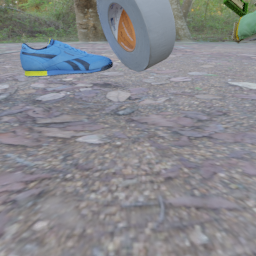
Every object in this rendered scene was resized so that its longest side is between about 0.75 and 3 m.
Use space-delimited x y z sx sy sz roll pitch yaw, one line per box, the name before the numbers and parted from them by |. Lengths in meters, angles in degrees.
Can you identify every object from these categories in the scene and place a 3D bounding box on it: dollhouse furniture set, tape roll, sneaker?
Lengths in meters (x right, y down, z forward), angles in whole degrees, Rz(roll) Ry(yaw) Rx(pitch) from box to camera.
dollhouse furniture set | 3.484 -3.539 8.279 0.853 1.700 1.113 27 -25 -24
tape roll | 0.169 -3.153 8.420 0.928 2.808 2.808 -30 31 -19
sneaker | -1.899 -2.280 8.941 2.916 1.143 0.961 -6 16 -16
